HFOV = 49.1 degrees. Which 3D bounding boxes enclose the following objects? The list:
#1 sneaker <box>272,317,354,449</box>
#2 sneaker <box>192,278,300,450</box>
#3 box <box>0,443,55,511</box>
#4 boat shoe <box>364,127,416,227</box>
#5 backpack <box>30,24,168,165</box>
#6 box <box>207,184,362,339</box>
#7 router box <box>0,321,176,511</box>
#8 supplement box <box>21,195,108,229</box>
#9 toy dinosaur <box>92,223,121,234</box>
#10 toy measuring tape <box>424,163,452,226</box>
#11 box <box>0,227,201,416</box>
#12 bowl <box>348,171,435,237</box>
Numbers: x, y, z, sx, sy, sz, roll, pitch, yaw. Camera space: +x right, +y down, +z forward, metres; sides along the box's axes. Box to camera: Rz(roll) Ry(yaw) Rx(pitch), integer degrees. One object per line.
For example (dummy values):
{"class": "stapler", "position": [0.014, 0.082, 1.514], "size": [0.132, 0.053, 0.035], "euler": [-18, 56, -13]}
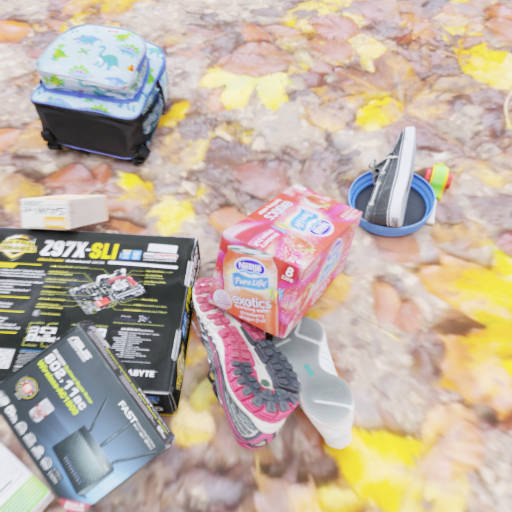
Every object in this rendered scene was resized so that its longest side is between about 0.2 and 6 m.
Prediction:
{"class": "sneaker", "position": [0.894, 2.016, 9.176], "size": [0.916, 1.044, 2.606], "euler": [-15, 34, -3]}
{"class": "sneaker", "position": [-0.405, 1.582, 9.313], "size": [1.343, 1.243, 3.330], "euler": [6, 36, -22]}
{"class": "box", "position": [-4.131, 3.515, 8.319], "size": [1.860, 0.338, 1.342], "euler": [31, 58, 23]}
{"class": "boat shoe", "position": [2.779, -1.691, 11.640], "size": [0.867, 0.938, 2.540], "euler": [8, 63, 20]}
{"class": "backpack", "position": [-3.428, -3.990, 12.960], "size": [2.748, 2.206, 3.002], "euler": [10, 49, 3]}
{"class": "box", "position": [0.592, -0.040, 9.740], "size": [1.466, 1.404, 2.942], "euler": [25, 31, 18]}
{"class": "router box", "position": [-2.508, 2.331, 8.137], "size": [1.675, 0.695, 2.236], "euler": [-38, 85, -1]}
{"class": "supplement box", "position": [-3.660, -0.879, 10.842], "size": [0.972, 0.567, 1.543], "euler": [2, 10, 12]}
{"class": "toy dinosaur", "position": [-2.989, -0.424, 11.389], "size": [0.845, 0.363, 0.573], "euler": [15, 6, -14]}
{"class": "toy measuring tape", "position": [3.855, -1.439, 11.996], "size": [0.626, 0.626, 1.702], "euler": [14, 54, 11]}
{"class": "box", "position": [-3.131, 1.041, 9.837], "size": [3.967, 0.979, 3.168], "euler": [3, 51, 2]}
{"class": "bowl", "position": [2.838, -1.131, 11.824], "size": [1.787, 0.351, 1.787], "euler": [-3, 51, 4]}
